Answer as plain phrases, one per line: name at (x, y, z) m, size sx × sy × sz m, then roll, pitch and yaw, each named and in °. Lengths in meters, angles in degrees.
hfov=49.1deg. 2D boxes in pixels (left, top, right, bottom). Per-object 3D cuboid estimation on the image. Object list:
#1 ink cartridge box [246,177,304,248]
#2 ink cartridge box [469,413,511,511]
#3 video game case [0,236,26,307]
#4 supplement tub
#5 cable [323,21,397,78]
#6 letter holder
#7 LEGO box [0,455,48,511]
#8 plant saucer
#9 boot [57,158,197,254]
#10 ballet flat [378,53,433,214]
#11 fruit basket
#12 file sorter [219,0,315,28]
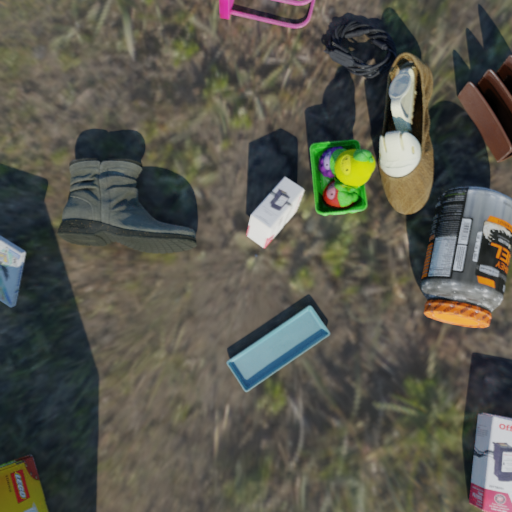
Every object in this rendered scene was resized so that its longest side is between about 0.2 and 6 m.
ink cartridge box at (0.303, -0.698, 9.033) m, size 0.405 × 0.695 × 0.960 m, roll 36°, pitch 65°, yaw 10°
ink cartridge box at (3.831, 3.136, 8.367) m, size 0.988 × 0.576 × 1.365 m, roll 11°, pitch 78°, yaw 2°
video game case at (-4.199, 0.113, 8.876) m, size 1.154 × 0.127 × 1.052 m, roll 29°, pitch 117°, yaw 13°
supplement tub at (3.281, 0.041, 8.724) m, size 1.222 × 1.222 × 1.995 m, roll 13°, pitch 79°, yaw 3°
cable at (1.924, -3.671, 9.958) m, size 1.300 × 0.330 × 1.061 m, roll 29°, pitch 65°, yaw 17°
letter holder at (4.190, -2.470, 9.387) m, size 0.710 × 1.004 × 1.412 m, roll -25°, pitch 79°, yaw -5°
LEGO box at (-3.448, 4.435, 7.163) m, size 1.223 × 2.361 × 3.171 m, roll -20°, pitch 78°, yaw -4°
plant saucer at (0.356, 1.476, 8.959) m, size 1.639 × 0.156 × 0.573 m, roll -33°, pitch 80°, yaw -6°
boot at (-2.053, -0.905, 9.190) m, size 2.324 × 0.787 × 1.518 m, roll 7°, pitch 74°, yaw 1°
ballet flat at (2.439, -2.118, 9.244) m, size 0.941 × 1.004 × 2.776 m, roll 2°, pitch 76°, yaw 31°
fruit basket at (1.380, -1.306, 8.982) m, size 0.955 × 1.323 × 1.323 m, roll -5°, pitch 78°, yaw 4°
file sorter at (0.371, -5.389, 9.161) m, size 1.715 × 2.735 × 1.900 m, roll 12°, pitch 78°, yaw 1°
